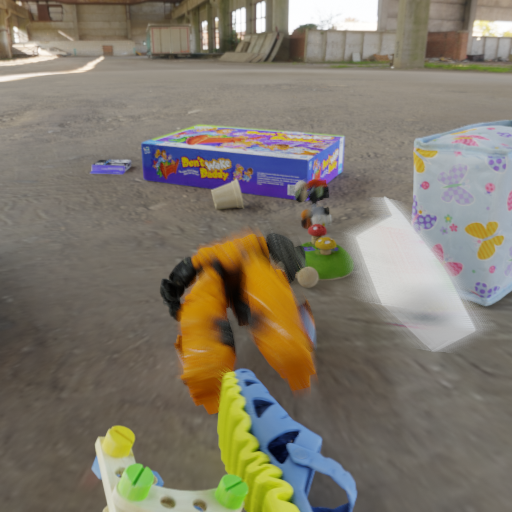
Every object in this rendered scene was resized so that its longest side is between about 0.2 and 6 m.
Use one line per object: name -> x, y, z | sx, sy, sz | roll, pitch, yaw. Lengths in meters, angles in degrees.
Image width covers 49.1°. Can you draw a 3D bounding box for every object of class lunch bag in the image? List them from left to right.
lunch bag -> 3.641, -0.824, 8.507 | 1.719, 2.293, 2.704 | 17, 27, 41

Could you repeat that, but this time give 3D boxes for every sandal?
sandal -> 0.191, 1.669, 4.733 | 0.831, 0.759, 1.910 | -4, 31, -20

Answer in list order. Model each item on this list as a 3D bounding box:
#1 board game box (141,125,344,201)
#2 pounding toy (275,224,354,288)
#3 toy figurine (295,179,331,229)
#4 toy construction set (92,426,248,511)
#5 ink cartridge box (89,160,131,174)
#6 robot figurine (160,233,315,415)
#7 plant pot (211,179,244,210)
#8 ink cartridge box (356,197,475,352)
board game box -> -0.265, -2.475, 14.169 | 4.315, 0.966, 2.901 | 10, 25, 22
pounding toy -> 0.921, -0.074, 8.866 | 1.081, 0.650, 1.400 | 21, 30, 41
toy figurine -> 1.083, -0.990, 10.752 | 0.632, 0.894, 0.909 | -7, 23, 5
toy construction set -> -0.564, 2.090, 3.227 | 1.462, 1.028, 2.230 | 23, 30, -7
ink cartridge box -> -3.885, -2.378, 14.953 | 0.899, 0.197, 0.908 | 1, 24, 2
robot figurine -> -0.207, 0.593, 6.612 | 1.890, 0.759, 2.607 | -15, 29, 2
plant pot -> -0.618, -1.243, 11.823 | 0.589, 0.643, 0.643 | -15, 24, -4
ink cartridge box -> 1.717, 0.240, 6.260 | 0.592, 1.759, 1.030 | -31, 46, 20
